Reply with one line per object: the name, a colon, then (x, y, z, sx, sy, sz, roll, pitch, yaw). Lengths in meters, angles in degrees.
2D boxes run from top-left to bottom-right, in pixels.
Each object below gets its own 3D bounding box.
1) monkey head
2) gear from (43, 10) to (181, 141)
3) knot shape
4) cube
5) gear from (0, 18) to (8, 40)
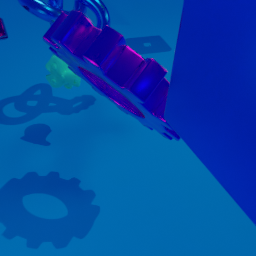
monkey head: (-1.200, -1.149, 5.597, 0.822, 1.143, 0.689, 21, 38, 12)
gear: (-0.096, -0.547, 3.327, 1.900, 1.900, 0.351, 34, 86, 31)
knot shape: (-1.226, -2.748, 5.903, 0.903, 1.953, 1.828, -3, 71, 48)
cube: (0.766, -0.211, 1.234, 0.836, 0.836, 0.836, -16, 46, -20)
gear: (-3.567, -1.880, 5.807, 1.981, 0.366, 1.981, -12, 16, 3)
